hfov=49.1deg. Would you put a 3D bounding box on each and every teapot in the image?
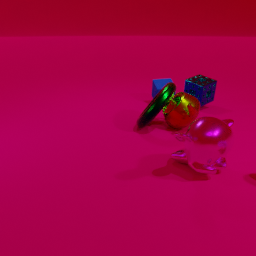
[{"bbox_3d":[1.593,-0.603,8.600,1.208,0.951,1.942,-49,19,-6],"label":"teapot"}]

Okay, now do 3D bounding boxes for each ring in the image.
[{"bbox_3d":[0.866,-0.705,8.661,0.345,1.724,1.724,39,24,-2],"label":"ring"}]

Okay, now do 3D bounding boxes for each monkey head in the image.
[{"bbox_3d":[1.569,0.319,6.177,1.941,1.170,1.397,-13,12,-40],"label":"monkey head"}]

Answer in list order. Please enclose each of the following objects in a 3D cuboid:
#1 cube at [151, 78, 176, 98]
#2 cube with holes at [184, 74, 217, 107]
[{"bbox_3d":[1.437,-1.476,11.388,0.785,0.785,0.785,-6,40,-8],"label":"cube"},{"bbox_3d":[2.737,-1.439,10.695,0.847,0.847,0.847,-24,39,-32],"label":"cube with holes"}]
